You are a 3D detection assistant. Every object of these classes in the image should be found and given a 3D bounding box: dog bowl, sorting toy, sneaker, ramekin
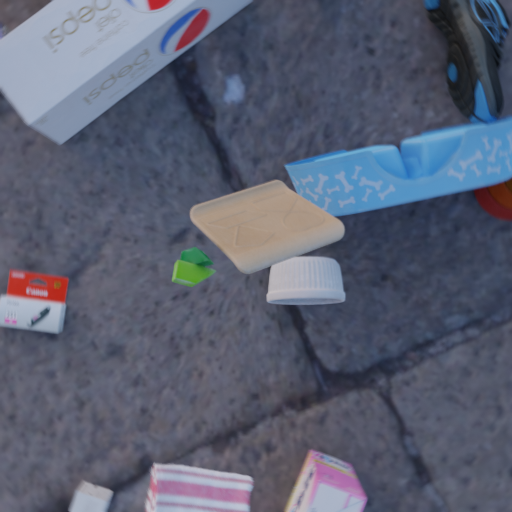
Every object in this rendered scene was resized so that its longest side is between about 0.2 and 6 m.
[{"bbox_3d":[2.325,-1.385,8.852,3.636,2.027,0.901,-13,100,1],"label":"dog bowl"},{"bbox_3d":[-0.196,-0.267,7.049,2.156,1.594,0.317,-20,127,-20],"label":"sorting toy"},{"bbox_3d":[5.897,-1.444,9.066,4.314,1.486,1.496,-4,89,1],"label":"sorting toy"},{"bbox_3d":[3.684,-3.514,9.144,1.155,1.033,2.821,-8,78,-8],"label":"sneaker"},{"bbox_3d":[0.810,0.420,9.168,1.277,1.277,0.670,0,81,0],"label":"ramekin"}]

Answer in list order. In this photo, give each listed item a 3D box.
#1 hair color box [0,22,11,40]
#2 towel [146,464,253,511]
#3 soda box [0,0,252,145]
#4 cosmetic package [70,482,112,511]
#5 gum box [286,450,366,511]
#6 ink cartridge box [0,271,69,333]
[{"bbox_3d":[-4.791,-3.594,9.480,1.262,0.690,0.409,-7,89,0],"label":"hair color box"},{"bbox_3d":[-0.631,3.226,6.039,1.284,0.262,1.755,19,62,-28],"label":"towel"},{"bbox_3d":[-2.118,-3.724,9.094,4.272,1.455,1.360,-38,89,0],"label":"soda box"},{"bbox_3d":[-2.801,4.193,9.502,0.525,0.433,0.433,19,89,-1],"label":"cosmetic package"},{"bbox_3d":[0.839,4.605,9.011,0.810,1.390,2.449,22,89,0],"label":"gum box"},{"bbox_3d":[-3.836,0.789,9.654,1.074,0.234,0.932,8,91,0],"label":"ink cartridge box"}]
